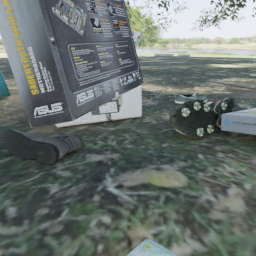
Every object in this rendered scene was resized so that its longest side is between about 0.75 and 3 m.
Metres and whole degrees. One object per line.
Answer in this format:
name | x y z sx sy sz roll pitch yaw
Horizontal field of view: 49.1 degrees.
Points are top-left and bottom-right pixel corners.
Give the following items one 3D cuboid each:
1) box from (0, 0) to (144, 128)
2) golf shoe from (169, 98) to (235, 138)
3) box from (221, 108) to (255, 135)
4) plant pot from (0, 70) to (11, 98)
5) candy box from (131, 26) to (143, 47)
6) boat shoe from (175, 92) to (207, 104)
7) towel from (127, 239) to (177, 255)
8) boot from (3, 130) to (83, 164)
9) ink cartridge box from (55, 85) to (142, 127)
box | -0.646 -1.341 3.956 0.620 2.030 2.563 -9 14 23
golf shoe | 1.996 -0.271 8.078 2.717 1.049 1.197 -7 2 -40
box | 4.021 -0.196 7.669 2.431 0.500 1.895 -8 12 -42
plant pot | -6.100 -1.880 12.191 1.417 1.508 1.508 -23 25 -21
candy box | -0.179 -3.780 12.241 1.072 0.480 1.573 28 65 9
boat shoe | 2.680 -1.287 11.810 1.406 0.434 0.512 -3 18 -9
towel | 0.293 1.610 3.018 0.863 0.208 0.738 15 22 39
boot | -1.999 0.356 6.606 1.657 0.578 1.091 19 20 21
ink cartridge box | -1.234 -1.005 9.609 2.877 1.208 2.093 -8 19 -24
